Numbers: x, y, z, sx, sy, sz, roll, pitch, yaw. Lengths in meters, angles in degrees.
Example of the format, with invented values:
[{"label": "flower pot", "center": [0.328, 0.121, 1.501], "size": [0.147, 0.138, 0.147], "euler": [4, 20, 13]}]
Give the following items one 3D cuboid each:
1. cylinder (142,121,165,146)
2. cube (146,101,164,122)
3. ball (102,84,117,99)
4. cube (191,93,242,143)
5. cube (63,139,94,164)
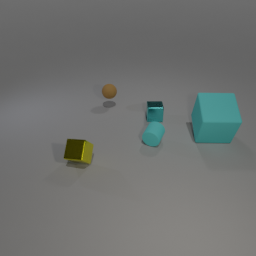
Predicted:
[{"label": "cylinder", "center": [0.979, 0.225, 10.694], "size": [0.700, 0.700, 0.700], "euler": [13, 42, 21]}, {"label": "cube", "center": [1.186, -0.731, 12.417], "size": [0.700, 0.700, 0.700], "euler": [0, 31, 0]}, {"label": "ball", "center": [-0.866, -1.701, 13.006], "size": [0.700, 0.700, 0.700], "euler": [0, 31, 0]}, {"label": "cube", "center": [3.315, -0.374, 10.717], "size": [1.400, 1.400, 1.400], "euler": [1, 55, 0]}, {"label": "cube", "center": [-1.660, 0.794, 9.482], "size": [0.700, 0.700, 0.700], "euler": [3, 75, 18]}]
